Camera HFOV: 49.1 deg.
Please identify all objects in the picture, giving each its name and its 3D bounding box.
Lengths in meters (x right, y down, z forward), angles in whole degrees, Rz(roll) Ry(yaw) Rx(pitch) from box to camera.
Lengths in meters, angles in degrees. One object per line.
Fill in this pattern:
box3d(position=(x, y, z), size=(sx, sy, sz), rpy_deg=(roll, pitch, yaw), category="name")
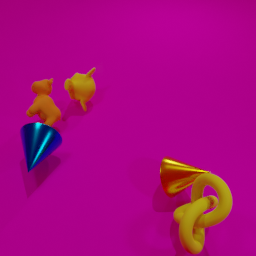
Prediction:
box3d(position=(-2.038, -0.637, 7.021), size=(1.102, 0.605, 1.085), rpy_deg=(44, 62, -15), category="cow figurine")
box3d(position=(1.238, 0.944, 5.671), size=(0.880, 0.877, 0.877), rpy_deg=(-13, 40, 32), category="cone")
box3d(position=(-2.007, 0.558, 6.056), size=(0.963, 0.963, 0.967), rpy_deg=(3, 48, 3), category="cone")
box3d(position=(1.331, 1.423, 4.997), size=(0.637, 1.289, 1.378), rpy_deg=(29, 22, 6), category="knot shape")
box3d(position=(-1.277, -1.087, 7.540), size=(0.731, 1.213, 0.873), rpy_deg=(14, 6, 7), category="monkey head")
